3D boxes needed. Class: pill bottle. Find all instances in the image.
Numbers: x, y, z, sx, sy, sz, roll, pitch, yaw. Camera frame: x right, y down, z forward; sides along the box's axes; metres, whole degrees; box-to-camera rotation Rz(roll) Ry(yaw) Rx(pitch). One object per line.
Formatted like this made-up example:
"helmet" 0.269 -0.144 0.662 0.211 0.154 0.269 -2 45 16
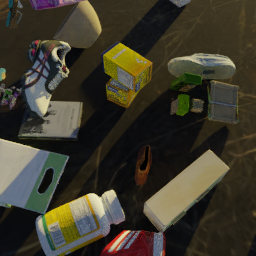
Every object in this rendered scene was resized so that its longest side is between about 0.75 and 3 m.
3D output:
"pill bottle" -1.254 2.564 7.700 2.196 1.238 1.238 -22 62 -12

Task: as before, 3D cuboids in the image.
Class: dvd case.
"dvd case" -2.717 -0.291 9.987 2.037 0.252 1.531 2 59 1

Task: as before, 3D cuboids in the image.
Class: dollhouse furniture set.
"dollhouse furniture set" 2.772 -0.951 10.251 2.276 1.142 1.491 10 79 -14

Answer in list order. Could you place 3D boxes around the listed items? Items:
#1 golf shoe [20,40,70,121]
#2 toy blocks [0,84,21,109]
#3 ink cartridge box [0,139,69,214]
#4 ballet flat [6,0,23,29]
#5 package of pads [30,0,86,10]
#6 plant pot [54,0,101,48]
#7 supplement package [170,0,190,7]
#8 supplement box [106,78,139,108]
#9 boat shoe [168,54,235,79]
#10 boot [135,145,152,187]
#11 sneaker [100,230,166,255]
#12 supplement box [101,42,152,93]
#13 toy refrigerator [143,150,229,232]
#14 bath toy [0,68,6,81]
"golf shoe" -1.967 -1.237 6.753 0.939 0.823 2.133 -3 71 11
"toy blocks" -4.495 -1.098 10.343 0.776 0.699 0.831 22 31 -20
"ink cartridge box" -3.342 1.496 8.687 2.647 0.635 1.926 13 60 8
"ballet flat" -2.860 -2.985 7.101 0.334 0.923 0.313 -1 18 -41
"package of pads" -1.804 -3.750 7.754 1.015 0.637 1.685 7 32 30
"plant pot" -1.909 -4.091 11.496 1.356 2.020 2.020 34 57 -26
"supplement package" 2.366 -6.526 13.442 0.725 0.722 1.235 -33 65 -18
"supplement box" -0.015 -1.717 10.466 0.887 0.892 1.630 25 61 15
"boat shoe" 2.843 -2.464 11.023 2.576 0.899 0.917 4 44 1
"boot" 0.466 0.908 8.528 0.519 1.516 1.428 16 60 9
"sneaker" 0.035 4.050 7.061 1.698 1.152 2.939 3 46 11
"supplement box" -0.049 -2.094 9.654 1.584 0.862 0.867 37 66 21
"toy refrigerator" 1.734 1.880 8.259 2.601 0.987 0.910 -34 65 -19
"bath toy" -5.560 -2.241 10.967 1.515 0.659 0.560 15 90 16
